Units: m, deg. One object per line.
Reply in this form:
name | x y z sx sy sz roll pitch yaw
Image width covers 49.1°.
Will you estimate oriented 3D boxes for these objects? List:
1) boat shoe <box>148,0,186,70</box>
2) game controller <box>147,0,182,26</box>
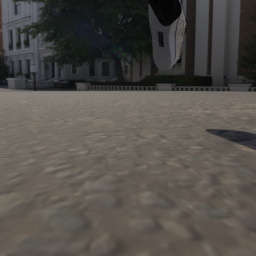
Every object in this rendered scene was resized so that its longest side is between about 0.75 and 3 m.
boat shoe | 1.366 -3.300 8.943 1.013 2.858 0.998 23 49 33
game controller | 0.579 -2.741 5.542 0.295 1.403 0.732 -32 5 -28
